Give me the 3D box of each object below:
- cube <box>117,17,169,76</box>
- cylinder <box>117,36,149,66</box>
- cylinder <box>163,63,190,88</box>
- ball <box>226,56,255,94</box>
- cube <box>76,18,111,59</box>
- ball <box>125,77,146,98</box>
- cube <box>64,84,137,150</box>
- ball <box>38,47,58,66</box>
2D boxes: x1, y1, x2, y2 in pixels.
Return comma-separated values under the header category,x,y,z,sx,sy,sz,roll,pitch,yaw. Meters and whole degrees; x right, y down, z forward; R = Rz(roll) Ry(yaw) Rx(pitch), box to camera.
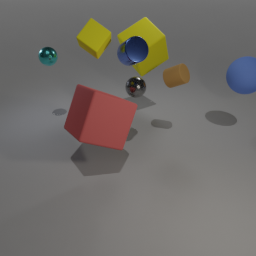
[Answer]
category,x,y,z,sx,sy,sz,roll,pitch,yaw
cube,0.631,-3.268,11.350,1.400,1.400,1.400,-34,62,-3
cylinder,0.126,-2.135,7.822,0.700,0.700,0.700,-11,7,-19
cylinder,1.695,-1.824,9.808,0.700,0.700,0.700,-12,16,40
ball,4.431,-1.972,10.535,1.400,1.400,1.400,0,29,0
cube,-0.952,-2.525,7.972,0.700,0.700,0.700,36,-4,-1
ball,0.261,-1.362,9.347,0.700,0.700,0.700,0,29,0
cube,-0.825,-0.324,8.109,1.400,1.400,1.400,14,8,-33
ball,-2.987,-2.676,10.473,0.700,0.700,0.700,0,29,0
